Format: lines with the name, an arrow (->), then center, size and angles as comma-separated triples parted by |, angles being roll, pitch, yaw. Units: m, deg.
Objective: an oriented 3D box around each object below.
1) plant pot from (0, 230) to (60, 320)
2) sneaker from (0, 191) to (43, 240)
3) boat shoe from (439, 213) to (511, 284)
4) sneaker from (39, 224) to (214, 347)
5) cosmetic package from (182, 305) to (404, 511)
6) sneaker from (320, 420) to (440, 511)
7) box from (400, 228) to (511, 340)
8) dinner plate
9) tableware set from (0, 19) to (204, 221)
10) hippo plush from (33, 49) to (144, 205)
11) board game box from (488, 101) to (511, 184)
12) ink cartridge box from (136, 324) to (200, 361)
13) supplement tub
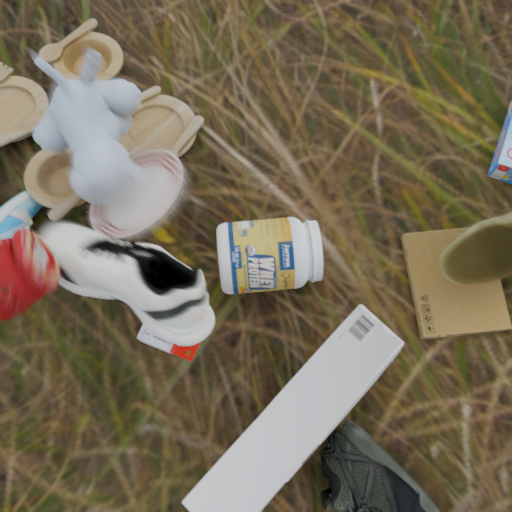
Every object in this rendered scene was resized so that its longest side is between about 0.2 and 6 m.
plant pot -> -3.031, 0.216, 7.072 | 0.863, 0.948, 0.948 | -26, 73, 5
sneaker -> -3.883, -0.206, 9.214 | 1.195, 0.728, 1.830 | 44, 59, -9
boat shoe -> 3.794, -0.222, 8.691 | 2.354, 0.741, 0.859 | -29, 89, -11
sneaker -> -1.771, 0.110, 7.588 | 2.814, 1.126, 1.037 | 23, 50, 15
cosmetic package -> 0.553, 2.341, 7.903 | 0.884, 1.441, 3.491 | 42, 77, 10
sneaker -> 1.703, 3.453, 7.877 | 2.058, 0.787, 1.179 | 42, 78, 16
box -> 3.264, 0.419, 9.192 | 1.461, 0.190, 1.788 | -5, 71, -2
dinner plate -> -1.846, -0.948, 8.715 | 1.689, 0.205, 1.689 | -13, 53, 18
tableware set -> -3.119, -2.481, 9.908 | 3.215, 0.447, 3.849 | -41, 76, -18
hippo plush -> -2.226, -1.721, 8.325 | 1.646, 2.067, 1.662 | -22, 78, -31
board game box -> 5.169, -1.913, 9.830 | 1.667, 0.476, 1.702 | 22, 73, 8
ink cartridge box -> -1.320, 1.154, 8.934 | 0.933, 0.266, 0.758 | 20, 72, 11
supplement tub -> 0.200, -0.015, 8.836 | 1.572, 1.137, 1.137 | -5, 71, -1
